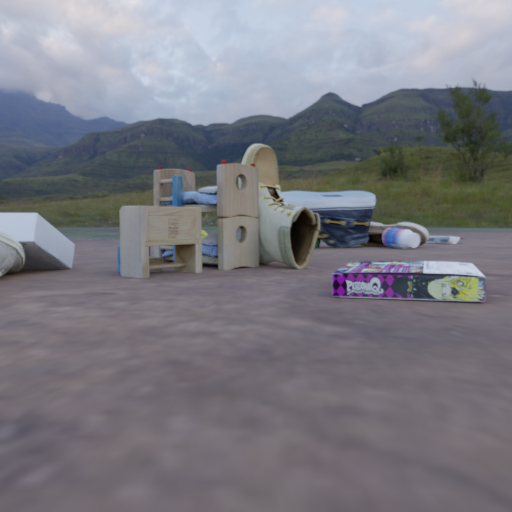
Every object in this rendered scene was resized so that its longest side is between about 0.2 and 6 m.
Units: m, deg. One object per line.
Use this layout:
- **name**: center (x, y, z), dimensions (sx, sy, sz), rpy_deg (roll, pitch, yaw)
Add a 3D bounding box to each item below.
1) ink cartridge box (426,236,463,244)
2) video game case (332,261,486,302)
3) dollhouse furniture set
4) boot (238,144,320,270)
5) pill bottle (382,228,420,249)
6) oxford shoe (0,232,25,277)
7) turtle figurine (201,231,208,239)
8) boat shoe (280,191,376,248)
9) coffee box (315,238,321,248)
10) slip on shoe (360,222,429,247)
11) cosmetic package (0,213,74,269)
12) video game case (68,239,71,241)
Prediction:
- **ink cartridge box**: center (5.612, -0.445, 16.638), dimensions (0.986, 0.247, 0.799), rpy_deg (7, -3, -44)
- **video game case**: center (1.517, 0.226, 5.580), dimensions (1.322, 0.261, 1.458), rpy_deg (1, 4, 16)
- **dollhouse furniture set**: center (-1.235, -0.578, 8.006), dimensions (1.555, 1.546, 2.206), rpy_deg (3, 5, 40)
- **boot**: center (0.343, -0.780, 8.496), dimensions (0.691, 1.916, 1.482), rpy_deg (0, 5, -30)
- **pill bottle**: center (3.521, -0.415, 13.592), dimensions (0.485, 0.485, 0.865), rpy_deg (-2, 7, -32)
- **oxford shoe**: center (-3.213, 0.008, 6.214), dimensions (0.924, 0.710, 2.458), rpy_deg (-1, -11, -10)
- **turtle figurine**: center (-1.524, -0.354, 12.432), dimensions (1.620, 0.522, 1.307), rpy_deg (17, 22, 32)
- **boat shoe**: center (1.537, -0.859, 13.801), dimensions (2.916, 1.324, 1.032), rpy_deg (-2, 19, -12)
- **coffee box**: center (0.950, -0.358, 13.767), dimensions (0.807, 0.289, 1.313), rpy_deg (12, 10, 31)
- **slip on shoe**: center (3.440, -0.485, 14.450), dimensions (1.932, 0.734, 0.585), rpy_deg (11, 47, 31)
- **cosmetic package**: center (-3.517, -0.181, 7.584), dimensions (1.679, 0.434, 1.266), rpy_deg (1, -15, 4)
- **video game case**: center (-5.721, -0.372, 15.320), dimensions (0.961, 0.190, 1.061), rpy_deg (0, 4, 3)
